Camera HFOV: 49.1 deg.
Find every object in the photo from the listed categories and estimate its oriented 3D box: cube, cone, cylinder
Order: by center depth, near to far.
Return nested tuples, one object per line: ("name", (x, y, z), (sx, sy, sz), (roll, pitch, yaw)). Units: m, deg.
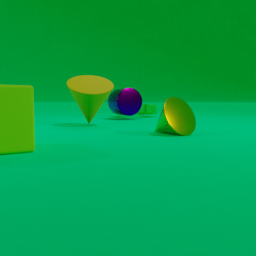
("cube", (-1.836, -0.135, 3.867), (0.882, 0.882, 0.882), (-3, 6, -30))
("cone", (0.822, -0.090, 5.897), (0.845, 0.845, 0.849), (-4, -19, -37))
("cone", (-1.072, -0.653, 7.842), (1.253, 1.257, 1.253), (5, 31, -3))
("cylinder", (-0.116, -0.952, 10.210), (0.979, 0.979, 0.979), (-2, 5, -24))

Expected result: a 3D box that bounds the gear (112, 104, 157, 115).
("gear", (0.267, -0.775, 11.700), (1.844, 0.341, 1.844), (1, -1, 0))
